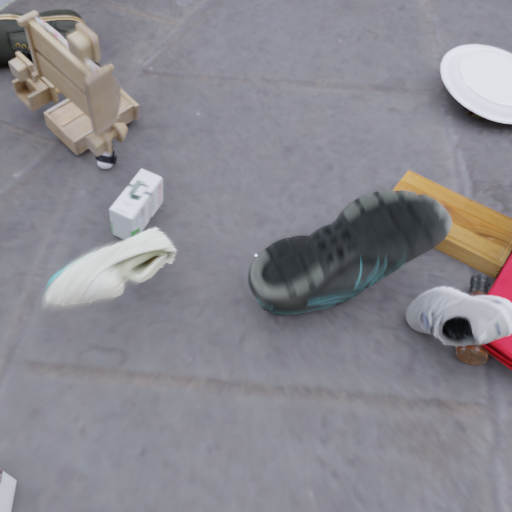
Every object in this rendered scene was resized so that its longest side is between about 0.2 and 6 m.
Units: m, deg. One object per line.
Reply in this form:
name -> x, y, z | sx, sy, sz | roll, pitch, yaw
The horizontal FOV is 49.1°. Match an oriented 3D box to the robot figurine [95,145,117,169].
robot figurine -> -2.792, -1.848, 10.422 | 0.289, 0.463, 0.348 | 0, 20, -40

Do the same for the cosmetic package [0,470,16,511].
cosmetic package -> -3.446, 2.993, 6.781 | 0.775, 0.639, 0.639 | -3, 55, -2

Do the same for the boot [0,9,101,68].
boot -> -4.764, -4.218, 11.840 | 2.753, 1.066, 1.904 | -23, 62, -15

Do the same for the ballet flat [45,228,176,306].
ballet flat -> -1.919, 0.188, 7.860 | 0.734, 0.734, 2.044 | 34, 43, 22

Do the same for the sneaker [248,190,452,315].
sneaker -> 1.375, -0.006, 8.407 | 3.169, 1.256, 1.195 | -20, 60, -6

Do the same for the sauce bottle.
sauce bottle -> 3.308, 0.924, 8.404 | 0.479, 0.479, 1.451 | 17, 54, 12

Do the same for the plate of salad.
plate of salad -> 4.864, -3.503, 11.567 | 2.305, 0.554, 2.305 | 5, 59, -8

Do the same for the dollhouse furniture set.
dollhouse furniture set -> -3.050, -3.440, 9.633 | 2.675, 3.137, 1.532 | 42, 63, 13

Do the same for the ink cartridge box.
ink cartridge box -> -2.009, -0.843, 9.474 | 0.431, 0.749, 1.026 | 25, 57, 6

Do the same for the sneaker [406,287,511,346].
sneaker -> 2.609, 0.853, 7.669 | 0.759, 1.851, 0.692 | -22, 93, -23

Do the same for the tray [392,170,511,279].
tray -> 3.294, -0.591, 9.544 | 2.164, 0.401, 1.067 | 31, 60, 19

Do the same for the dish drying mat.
dish drying mat -> 4.353, 0.367, 8.430 | 1.252, 0.297, 3.260 | 36, 61, 12
